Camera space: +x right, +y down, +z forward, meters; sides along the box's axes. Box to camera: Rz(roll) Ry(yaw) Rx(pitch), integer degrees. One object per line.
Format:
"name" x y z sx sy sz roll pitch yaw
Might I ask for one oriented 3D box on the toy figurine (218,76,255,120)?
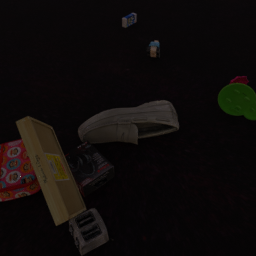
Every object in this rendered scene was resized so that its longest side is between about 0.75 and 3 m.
"toy figurine" 3.874 -1.145 9.374 1.537 1.154 1.415 34 42 2

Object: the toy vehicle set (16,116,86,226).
"toy vehicle set" -1.657 0.919 6.254 0.303 1.418 2.283 -25 79 1

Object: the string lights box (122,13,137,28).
"string lights box" 0.067 -5.237 13.598 0.242 0.421 0.820 31 53 27

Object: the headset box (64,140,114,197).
"headset box" -1.069 1.084 7.408 0.991 0.514 1.331 -31 52 -27

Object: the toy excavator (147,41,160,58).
"toy excavator" 1.135 -3.394 11.693 0.509 0.990 1.018 9 75 9

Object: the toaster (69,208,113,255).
"toaster" -0.847 2.296 6.256 0.813 0.482 0.735 -21 51 -20

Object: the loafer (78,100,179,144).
"loafer" 0.032 -0.020 8.091 2.930 1.024 1.022 -15 54 -3

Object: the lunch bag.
"lunch bag" -3.032 1.076 7.362 1.437 0.668 1.631 -13 47 -6
